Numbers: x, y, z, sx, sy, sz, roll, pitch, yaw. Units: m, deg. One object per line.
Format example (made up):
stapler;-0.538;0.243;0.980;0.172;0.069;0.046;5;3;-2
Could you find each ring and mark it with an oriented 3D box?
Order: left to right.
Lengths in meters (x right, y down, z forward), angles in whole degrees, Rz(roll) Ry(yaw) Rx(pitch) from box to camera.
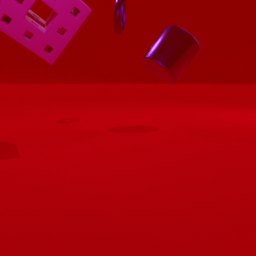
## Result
ring;-0.281;-4.104;10.106;0.286;1.429;1.429;6;10;4

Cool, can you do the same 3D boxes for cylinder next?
cylinder;1.279;-2.185;8.439;1.270;1.270;1.270;36;-4;3

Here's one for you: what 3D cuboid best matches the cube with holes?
cube with holes;-1.742;-2.370;5.671;1.320;1.320;1.320;33;16;-29
